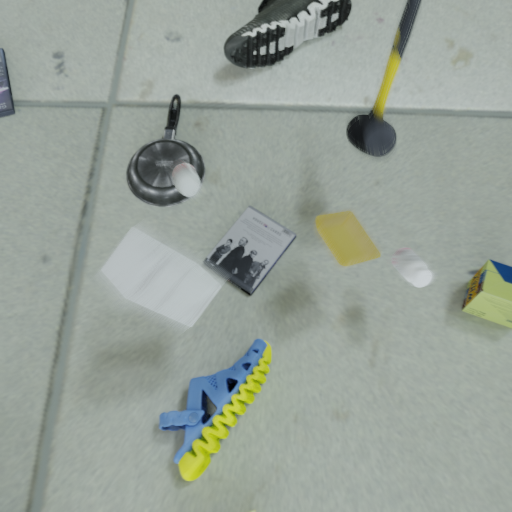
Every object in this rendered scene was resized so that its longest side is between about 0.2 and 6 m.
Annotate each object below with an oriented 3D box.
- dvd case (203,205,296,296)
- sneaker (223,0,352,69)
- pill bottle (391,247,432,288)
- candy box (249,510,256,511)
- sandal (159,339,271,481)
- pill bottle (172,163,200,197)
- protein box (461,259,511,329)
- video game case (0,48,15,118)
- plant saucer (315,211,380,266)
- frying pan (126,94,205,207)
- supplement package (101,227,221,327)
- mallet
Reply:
[{"bbox_3d":[-0.123,-0.138,11.575,1.231,0.203,1.638,33,69,15],"label":"dvd case"},{"bbox_3d":[0.520,-5.773,13.726,3.566,1.185,1.613,-31,66,-18],"label":"sneaker"},{"bbox_3d":[2.645,0.200,9.524,0.417,0.417,0.735,-15,33,-7],"label":"pill bottle"},{"bbox_3d":[-0.734,4.842,9.236,1.672,0.221,0.854,-11,63,-5],"label":"candy box"},{"bbox_3d":[-0.729,2.499,9.914,1.184,1.081,2.719,33,68,19],"label":"sandal"},{"bbox_3d":[-1.099,-1.186,8.839,0.391,0.391,0.707,-14,27,-7],"label":"pill bottle"},{"bbox_3d":[4.679,0.742,10.679,1.063,1.071,0.723,20,66,9],"label":"protein box"},{"bbox_3d":[-6.647,-4.042,13.411,1.454,0.193,2.036,-16,67,-7],"label":"video game case"},{"bbox_3d":[1.501,-0.258,9.450,1.001,0.243,1.001,-12,64,-44],"label":"plant saucer"},{"bbox_3d":[-1.761,-2.385,12.537,1.757,0.473,2.904,23,70,10],"label":"frying pan"},{"bbox_3d":[-1.385,0.334,8.321,0.834,1.466,0.803,-53,49,1],"label":"supplement package"},{"bbox_3d":[2.400,-3.247,9.558,0.662,3.218,1.060,10,28,-15],"label":"mallet"}]
